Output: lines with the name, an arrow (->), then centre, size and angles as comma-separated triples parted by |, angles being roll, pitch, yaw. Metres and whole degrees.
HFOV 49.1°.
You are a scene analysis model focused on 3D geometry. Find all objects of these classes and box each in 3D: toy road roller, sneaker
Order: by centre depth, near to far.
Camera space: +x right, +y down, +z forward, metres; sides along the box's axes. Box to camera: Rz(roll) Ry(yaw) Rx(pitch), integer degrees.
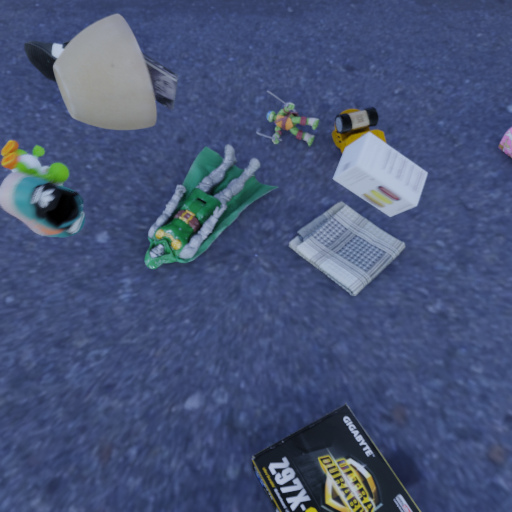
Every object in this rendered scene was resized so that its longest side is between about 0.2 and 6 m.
sneaker -> -2.807, -0.595, 8.022 | 0.798, 1.997, 0.713 | 17, 84, 8
toy road roller -> 2.234, -2.535, 12.471 | 0.904, 1.074, 1.471 | -16, 91, -12
sneaker -> -4.643, -4.945, 14.219 | 2.433, 0.902, 1.077 | 24, 56, 6

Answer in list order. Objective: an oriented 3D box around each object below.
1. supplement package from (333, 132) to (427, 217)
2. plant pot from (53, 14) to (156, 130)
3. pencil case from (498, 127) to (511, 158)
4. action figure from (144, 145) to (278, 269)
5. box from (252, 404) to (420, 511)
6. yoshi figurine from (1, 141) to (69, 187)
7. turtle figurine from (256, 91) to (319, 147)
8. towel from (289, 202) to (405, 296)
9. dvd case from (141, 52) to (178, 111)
supplement package -> 1.953, -1.254, 8.803 | 1.205, 0.686, 0.660 | 30, 68, -15
plant pot -> -2.976, -3.300, 10.661 | 1.432, 2.133, 2.133 | -23, 56, -17
pencil case -> 6.150, -2.201, 12.214 | 0.686, 0.717, 1.658 | -2, 43, -47
action figure -> -1.140, -0.904, 11.162 | 1.878, 0.870, 3.180 | 28, 61, 16
box -> 1.171, 3.454, 7.977 | 1.714, 0.530, 2.147 | -24, 56, -16
yoshi figurine -> -2.991, -1.243, 7.761 | 0.522, 0.933, 0.524 | 17, 80, 40
turtle figurine -> 0.714, -2.941, 12.655 | 1.222, 1.260, 0.907 | 20, 89, 10
towel -> 1.762, -0.236, 10.934 | 1.754, 0.303, 1.689 | 38, 61, 26
dvd case -> -2.068, -3.570, 11.472 | 0.956, 1.286, 0.103 | 32, 70, -3
